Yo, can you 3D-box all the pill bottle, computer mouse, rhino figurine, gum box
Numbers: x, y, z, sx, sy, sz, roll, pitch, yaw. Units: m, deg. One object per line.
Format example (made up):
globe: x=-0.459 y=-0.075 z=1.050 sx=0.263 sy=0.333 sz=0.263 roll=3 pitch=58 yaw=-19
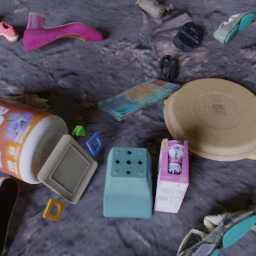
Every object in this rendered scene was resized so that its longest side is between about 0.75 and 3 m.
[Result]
pill bottle: x=-3.044 y=0.086 z=6.621 sx=2.892 sy=1.622 sz=1.622 roll=18 pitch=55 yaw=14
computer mouse: x=1.688 y=-2.522 z=9.368 sx=0.844 sy=0.490 sz=2.881 roll=35 pitch=62 yaw=-6
rhino figurine: x=0.875 y=-4.885 z=11.018 sx=0.802 sy=0.548 sz=1.834 roll=-31 pitch=58 yaw=-21
gum box: x=0.889 y=1.033 z=5.886 sx=0.544 sy=1.644 sz=0.933 roll=5 pitch=54 yaw=4

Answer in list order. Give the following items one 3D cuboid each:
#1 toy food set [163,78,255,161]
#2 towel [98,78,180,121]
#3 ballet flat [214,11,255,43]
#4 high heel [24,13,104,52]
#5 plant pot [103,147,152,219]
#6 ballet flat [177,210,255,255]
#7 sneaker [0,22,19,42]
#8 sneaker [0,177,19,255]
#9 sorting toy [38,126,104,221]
toy food set: x=2.363 y=-0.304 z=7.480 sx=2.833 sy=0.689 sz=2.804 roll=-10 pitch=54 yaw=-6
towel: x=0.270 y=-0.889 z=7.829 sx=1.989 sy=0.216 sz=1.458 roll=-28 pitch=29 yaw=-18
ballet flat: x=3.799 y=-3.745 z=10.076 sx=0.637 sy=0.674 sz=2.000 roll=38 pitch=63 yaw=24
high heel: x=-2.168 y=-2.993 z=9.624 sx=2.618 sy=0.883 sz=1.259 roll=8 pitch=93 yaw=-12
plant pot: x=0.013 y=1.107 z=5.909 sx=1.082 sy=1.532 sz=1.083 roll=2 pitch=54 yaw=2
ballet flat: x=1.684 y=2.185 z=5.630 sx=2.167 sy=0.779 sz=0.779 roll=-32 pitch=59 yaw=-23
sneaker: x=-4.448 y=-3.586 z=10.023 sx=1.305 sy=0.566 sz=0.481 roll=26 pitch=57 yaw=19
sneaker: x=-3.059 y=2.138 z=5.732 sx=0.984 sy=0.846 sz=2.323 roll=-7 pitch=51 yaw=24
sorting toy: x=-1.339 y=0.932 z=6.253 sx=0.300 sy=1.240 sz=2.201 roll=4 pitch=55 yaw=39
